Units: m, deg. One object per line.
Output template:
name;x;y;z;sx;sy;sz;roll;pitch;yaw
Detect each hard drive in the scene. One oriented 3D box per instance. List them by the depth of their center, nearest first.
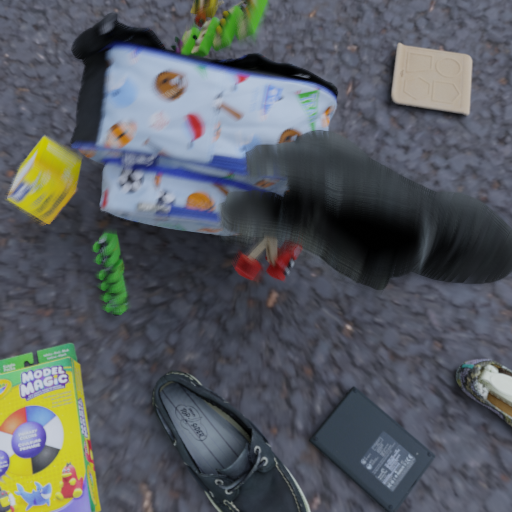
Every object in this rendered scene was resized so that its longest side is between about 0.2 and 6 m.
hard drive;1.673;2.792;8.142;1.506;0.248;1.051;40;73;15

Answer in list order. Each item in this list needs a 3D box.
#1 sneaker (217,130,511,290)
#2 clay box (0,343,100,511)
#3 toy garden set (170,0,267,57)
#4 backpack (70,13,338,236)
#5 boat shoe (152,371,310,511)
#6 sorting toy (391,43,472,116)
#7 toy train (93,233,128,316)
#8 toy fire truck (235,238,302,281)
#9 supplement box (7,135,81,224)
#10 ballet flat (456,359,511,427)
sneaker;1.571;-0.259;6.388;4.100;1.231;2.138;25;26;-14
clay box;-3.196;2.549;8.050;1.452;0.601;2.527;-14;69;-7
toy garden set;-0.651;-4.176;9.674;1.898;0.379;1.582;-8;53;40
backpack;-0.650;-1.700;8.348;3.549;3.726;2.870;1;100;-3
boat shoe;-0.394;2.754;7.750;1.124;0.998;3.008;-35;72;-14
sorting toy;3.365;-3.365;10.749;1.521;0.277;1.408;12;68;0
toy train;-2.143;0.289;8.390;0.293;1.405;0.396;10;36;14
toy fire truck;0.251;-0.058;7.988;0.273;0.789;1.119;21;73;42
supplement box;-3.176;-1.178;8.496;0.695;0.700;1.278;-46;29;15
ballet flat;3.986;2.221;8.120;2.189;0.787;0.787;31;71;12
